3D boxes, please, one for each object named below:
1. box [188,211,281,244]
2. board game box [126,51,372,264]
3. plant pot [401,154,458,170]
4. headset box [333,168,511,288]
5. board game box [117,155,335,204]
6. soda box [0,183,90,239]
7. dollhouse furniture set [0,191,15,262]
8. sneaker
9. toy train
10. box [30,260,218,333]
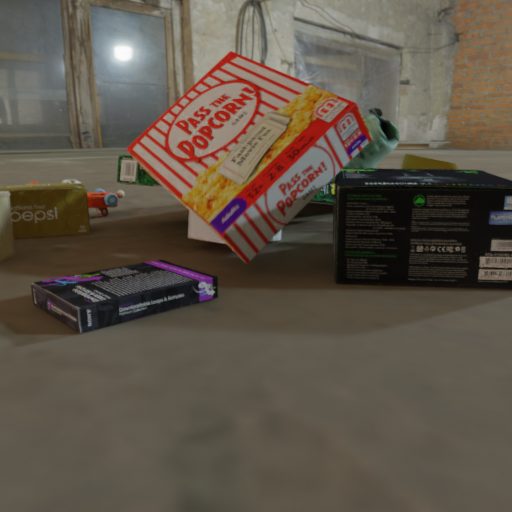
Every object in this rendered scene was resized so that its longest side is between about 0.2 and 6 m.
[{"bbox_3d":[-0.308,-0.598,9.119,0.881,0.691,1.417,10,9,35],"label":"box"},{"bbox_3d":[-0.269,-1.624,8.252,2.406,0.735,3.176,-45,45,-5],"label":"board game box"},{"bbox_3d":[3.151,-1.166,10.453,0.971,1.000,0.977,20,-10,33],"label":"plant pot"},{"bbox_3d":[2.273,-0.519,7.890,2.358,1.257,2.709,2,13,8],"label":"headset box"},{"bbox_3d":[0.108,-1.497,11.756,2.824,0.632,5.390,13,9,36],"label":"board game box"},{"bbox_3d":[-4.305,-0.783,9.834,2.580,0.874,0.826,-5,14,-22],"label":"soda box"},{"bbox_3d":[-4.377,-0.424,8.129,1.445,0.960,1.267,1,13,2],"label":"dollhouse furniture set"},{"bbox_3d":[1.258,-1.845,9.396,2.565,0.944,1.513,-12,-19,-36],"label":"sneaker"},{"bbox_3d":[-4.040,-1.186,12.235,1.739,0.644,2.315,-10,19,-40],"label":"toy train"},{"bbox_3d":[-1.428,0.386,6.168,1.668,0.301,1.192,-10,16,-40],"label":"box"}]
